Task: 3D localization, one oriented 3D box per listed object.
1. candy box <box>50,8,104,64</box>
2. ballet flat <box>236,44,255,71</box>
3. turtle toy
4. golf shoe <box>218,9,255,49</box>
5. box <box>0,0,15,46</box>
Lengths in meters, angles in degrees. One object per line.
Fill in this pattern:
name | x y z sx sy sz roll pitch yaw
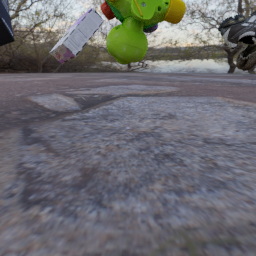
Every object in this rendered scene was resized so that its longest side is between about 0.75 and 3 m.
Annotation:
candy box | -1.895 -3.326 10.264 0.652 1.821 1.528 42 -19 -26
ballet flat | 3.475 -2.306 7.099 0.451 1.947 0.656 19 31 -39
turtle toy | 0.119 -1.973 4.461 1.417 1.945 0.983 14 -18 -17
golf shoe | 2.055 -1.612 4.504 1.144 0.541 0.445 -19 -4 3
box | -3.268 -2.813 5.858 0.903 1.734 1.579 -21 59 -3
